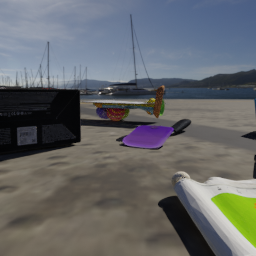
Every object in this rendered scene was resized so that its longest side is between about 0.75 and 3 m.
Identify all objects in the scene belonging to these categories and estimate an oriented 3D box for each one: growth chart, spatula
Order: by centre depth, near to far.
[{"bbox_3d":[1.554,0.557,2.005,2.458,0.218,1.779,-2,8,-13],"label":"growth chart"},{"bbox_3d":[0.813,0.035,5.845,0.790,0.287,2.795,4,8,28],"label":"spatula"}]

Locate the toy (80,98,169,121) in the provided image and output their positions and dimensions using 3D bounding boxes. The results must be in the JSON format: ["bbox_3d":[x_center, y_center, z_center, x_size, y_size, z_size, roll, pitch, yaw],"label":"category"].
[{"bbox_3d":[-0.240,-0.600,9.322,2.991,0.706,1.722,1,4,27],"label":"toy"}]

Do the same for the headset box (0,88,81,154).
[{"bbox_3d":[-2.386,-0.250,5.206,1.953,1.013,2.624,-6,11,-40],"label":"headset box"}]

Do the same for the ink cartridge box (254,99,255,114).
[{"bbox_3d":[3.450,-0.361,6.429,0.655,0.644,0.890,-12,15,0],"label":"ink cartridge box"}]

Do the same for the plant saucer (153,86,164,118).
[{"bbox_3d":[0.724,-0.632,6.707,0.147,0.786,0.786,10,8,3],"label":"plant saucer"}]
